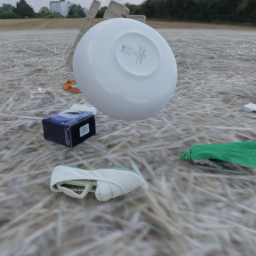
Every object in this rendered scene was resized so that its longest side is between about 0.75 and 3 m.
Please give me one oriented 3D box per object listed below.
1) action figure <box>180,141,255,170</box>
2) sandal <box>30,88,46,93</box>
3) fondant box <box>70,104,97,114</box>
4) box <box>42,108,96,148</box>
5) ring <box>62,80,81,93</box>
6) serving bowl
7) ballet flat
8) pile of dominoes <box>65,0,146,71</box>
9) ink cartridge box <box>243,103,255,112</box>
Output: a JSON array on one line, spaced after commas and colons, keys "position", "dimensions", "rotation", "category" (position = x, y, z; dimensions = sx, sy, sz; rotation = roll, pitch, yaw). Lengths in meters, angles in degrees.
[{"position": [2.619, 0.780, 8.045], "dimensions": [2.231, 0.610, 1.318], "rotation": [0, 25, 18], "category": "action figure"}, {"position": [-4.636, -1.926, 14.390], "dimensions": [0.795, 0.228, 0.305], "rotation": [-8, 26, -17], "category": "sandal"}, {"position": [-1.868, -0.724, 11.682], "dimensions": [1.034, 0.301, 0.746], "rotation": [4, 25, 7], "category": "fondant box"}, {"position": [-2.013, -0.052, 9.632], "dimensions": [1.291, 0.802, 1.302], "rotation": [13, 27, 29], "category": "box"}, {"position": [-2.236, -2.462, 15.532], "dimensions": [2.786, 0.267, 2.786], "rotation": [0, 25, 0], "category": "ring"}, {"position": [0.081, -1.677, 7.218], "dimensions": [2.875, 2.875, 0.946], "rotation": [-11, -13, -22], "category": "serving bowl"}, {"position": [-0.831, 1.387, 6.729], "dimensions": [2.314, 0.804, 0.804], "rotation": [3, 24, 16], "category": "ballet flat"}, {"position": [-0.802, -3.049, 10.131], "dimensions": [2.232, 2.864, 0.456], "rotation": [31, 12, 18], "category": "pile of dominoes"}, {"position": [5.471, -0.813, 12.072], "dimensions": [0.627, 0.185, 0.784], "rotation": [-20, 38, -38], "category": "ink cartridge box"}]
